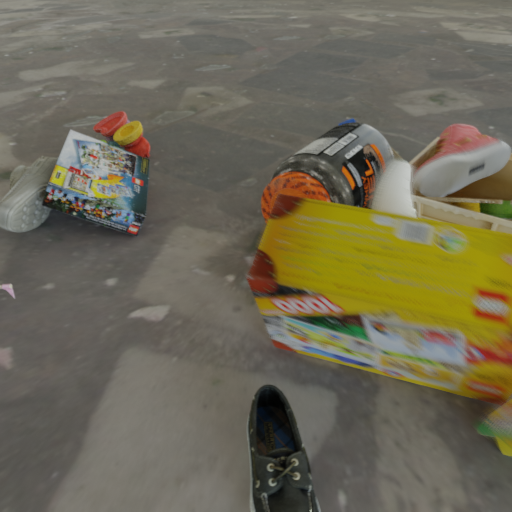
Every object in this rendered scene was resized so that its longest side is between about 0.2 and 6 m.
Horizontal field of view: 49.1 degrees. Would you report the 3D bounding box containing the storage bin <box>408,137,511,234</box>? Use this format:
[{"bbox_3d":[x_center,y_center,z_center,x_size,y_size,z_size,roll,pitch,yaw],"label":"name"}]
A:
[{"bbox_3d":[4.344,-0.917,10.937,2.964,1.399,2.986,20,38,29],"label":"storage bin"}]

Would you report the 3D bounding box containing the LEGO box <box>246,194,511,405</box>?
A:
[{"bbox_3d":[1.803,0.625,7.375,3.332,2.482,1.286,12,64,18],"label":"LEGO box"}]

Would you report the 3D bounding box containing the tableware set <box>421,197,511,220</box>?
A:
[{"bbox_3d":[5.198,-0.575,9.498,3.024,0.689,4.489,-2,8,-36],"label":"tableware set"}]

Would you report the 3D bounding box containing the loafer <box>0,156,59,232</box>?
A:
[{"bbox_3d":[-4.774,-1.380,11.886,1.047,1.049,3.001,19,25,-4],"label":"loafer"}]

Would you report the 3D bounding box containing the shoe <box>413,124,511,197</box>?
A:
[{"bbox_3d":[3.832,-1.931,11.157,2.371,0.847,1.078,-20,46,-21],"label":"shoe"}]

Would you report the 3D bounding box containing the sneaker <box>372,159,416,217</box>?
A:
[{"bbox_3d":[2.359,-0.311,9.051,0.982,2.451,0.862,10,15,28],"label":"sneaker"}]

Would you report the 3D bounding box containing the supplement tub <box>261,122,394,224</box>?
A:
[{"bbox_3d":[1.475,-1.455,11.369,1.819,1.819,2.970,20,38,27],"label":"supplement tub"}]

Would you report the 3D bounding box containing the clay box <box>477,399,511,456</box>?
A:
[{"bbox_3d":[4.038,1.860,6.835,2.482,0.591,1.426,-22,1,-28],"label":"clay box"}]

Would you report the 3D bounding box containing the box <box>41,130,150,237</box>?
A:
[{"bbox_3d":[-3.337,-1.640,12.108,1.946,0.537,2.850,20,28,-20],"label":"box"}]

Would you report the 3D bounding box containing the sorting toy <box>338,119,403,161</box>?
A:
[{"bbox_3d":[2.634,-2.193,13.191,1.287,0.311,2.287,-39,79,-14],"label":"sorting toy"}]

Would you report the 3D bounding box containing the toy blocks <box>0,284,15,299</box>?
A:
[{"bbox_3d":[-5.249,-0.232,9.096,2.090,2.321,2.483,-6,31,2],"label":"toy blocks"}]

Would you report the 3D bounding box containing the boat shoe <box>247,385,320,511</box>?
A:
[{"bbox_3d":[0.253,2.466,6.474,0.771,0.636,2.247,-6,34,-8],"label":"boat shoe"}]

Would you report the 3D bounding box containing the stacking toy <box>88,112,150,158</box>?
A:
[{"bbox_3d":[-3.802,-2.867,14.852,1.838,0.857,2.030,-37,39,-6],"label":"stacking toy"}]
